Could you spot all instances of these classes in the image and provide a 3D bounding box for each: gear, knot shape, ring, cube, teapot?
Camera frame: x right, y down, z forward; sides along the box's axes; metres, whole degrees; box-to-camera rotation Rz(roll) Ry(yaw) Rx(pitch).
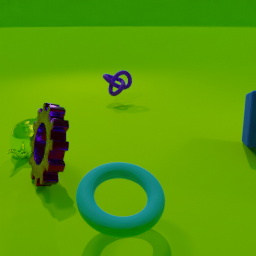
[{"bbox_3d":[-1.594,0.323,5.531,0.296,1.600,1.600,8,15,-32],"label":"gear"},{"bbox_3d":[-0.332,-1.762,10.622,1.058,0.522,1.131,-22,63,-16],"label":"knot shape"},{"bbox_3d":[-0.103,0.998,4.118,1.306,0.261,1.306,5,36,-3],"label":"ring"},{"bbox_3d":[3.526,-0.175,6.690,1.307,1.307,1.307,5,5,16],"label":"cube"},{"bbox_3d":[-2.376,0.215,6.733,1.034,0.815,1.664,4,39,12],"label":"teapot"}]
